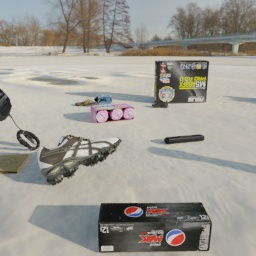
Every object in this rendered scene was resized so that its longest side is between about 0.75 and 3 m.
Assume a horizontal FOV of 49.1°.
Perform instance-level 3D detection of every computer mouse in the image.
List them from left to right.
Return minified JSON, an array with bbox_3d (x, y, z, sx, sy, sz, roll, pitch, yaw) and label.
[{"bbox_3d":[-3.421,-0.240,8.054,0.420,2.467,0.723,-15,33,26],"label":"computer mouse"}]

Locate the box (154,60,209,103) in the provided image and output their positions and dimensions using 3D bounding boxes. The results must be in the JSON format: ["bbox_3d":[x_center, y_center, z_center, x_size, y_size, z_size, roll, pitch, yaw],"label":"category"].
[{"bbox_3d":[2.927,-2.556,15.496,2.909,2.330,0.644,-1,16,-6],"label":"box"}]

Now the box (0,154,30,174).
[{"bbox_3d":[-3.223,0.956,7.493,0.876,0.114,1.071,-1,17,-2],"label":"box"}]

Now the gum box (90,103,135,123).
[{"bbox_3d":[-0.653,-0.666,12.129,1.763,0.583,1.000,-6,16,-20],"label":"gum box"}]

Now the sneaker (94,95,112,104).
[{"bbox_3d":[-1.352,-1.488,15.177,0.603,0.526,1.341,-15,13,-39],"label":"sneaker"}]

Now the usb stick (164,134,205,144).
[{"bbox_3d":[1.870,0.369,9.300,1.366,0.223,0.379,-5,10,-15],"label":"usb stick"}]

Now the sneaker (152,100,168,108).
[{"bbox_3d":[1.654,-1.237,14.453,0.856,0.389,0.325,-1,19,1],"label":"sneaker"}]

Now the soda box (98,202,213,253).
[{"bbox_3d":[0.405,1.591,4.538,1.749,0.554,0.619,0,15,-1],"label":"soda box"}]

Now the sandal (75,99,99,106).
[{"bbox_3d":[-2.195,-1.366,14.950,1.258,0.343,0.514,1,17,1],"label":"sandal"}]

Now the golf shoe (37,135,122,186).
[{"bbox_3d":[-1.126,0.482,6.761,2.158,0.839,1.019,-22,70,-37],"label":"golf shoe"}]
